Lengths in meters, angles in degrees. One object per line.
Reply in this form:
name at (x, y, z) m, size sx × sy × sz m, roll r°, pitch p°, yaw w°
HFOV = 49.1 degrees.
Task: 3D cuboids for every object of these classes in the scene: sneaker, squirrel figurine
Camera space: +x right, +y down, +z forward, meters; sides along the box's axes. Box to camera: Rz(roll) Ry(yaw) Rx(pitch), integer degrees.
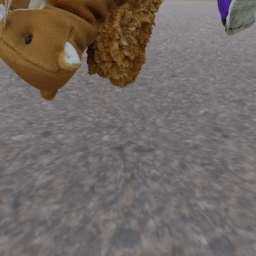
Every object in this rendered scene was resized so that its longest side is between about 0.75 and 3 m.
sneaker at (2.063, -2.635, 5.302) m, size 0.748 × 1.070 × 2.151 m, roll -19°, pitch -7°, yaw 6°
squirrel figurine at (-0.444, -1.122, 2.954) m, size 1.876 × 1.327 × 1.751 m, roll 21°, pitch 62°, yaw -30°

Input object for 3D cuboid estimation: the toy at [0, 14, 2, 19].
toy at (-2.579, -1.993, 3.796) m, size 1.882 × 0.444 × 1.084 m, roll 48°, pitch 52°, yaw -5°
